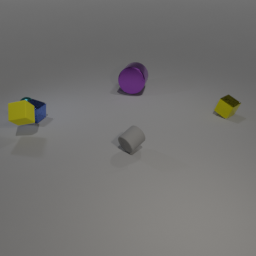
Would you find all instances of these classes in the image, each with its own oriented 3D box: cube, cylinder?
[{"bbox_3d":[-3.999,-0.558,10.533,0.700,0.700,0.700,-10,-15,7],"label":"cube"},{"bbox_3d":[0.302,-2.662,14.837,1.400,1.400,1.400,5,24,10],"label":"cylinder"},{"bbox_3d":[-4.005,-0.733,12.036,0.700,0.700,0.700,18,32,10],"label":"cube"},{"bbox_3d":[0.130,0.383,9.802,0.700,0.700,0.700,26,55,39],"label":"cylinder"},{"bbox_3d":[4.382,-0.939,12.353,0.700,0.700,0.700,-24,55,-36],"label":"cube"}]

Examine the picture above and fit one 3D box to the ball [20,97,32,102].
[{"bbox_3d":[-4.602,-1.067,12.763,0.700,0.700,0.700,0,29,0],"label":"ball"}]
